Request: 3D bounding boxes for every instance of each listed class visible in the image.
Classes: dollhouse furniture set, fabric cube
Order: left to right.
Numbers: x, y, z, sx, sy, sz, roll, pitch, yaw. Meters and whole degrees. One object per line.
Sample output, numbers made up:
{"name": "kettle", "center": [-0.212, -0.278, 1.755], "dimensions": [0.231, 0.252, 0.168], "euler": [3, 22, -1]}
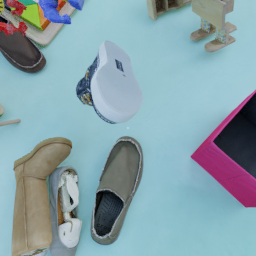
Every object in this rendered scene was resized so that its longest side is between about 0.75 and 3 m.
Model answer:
{"name": "dollhouse furniture set", "center": [1.749, -3.478, 7.873], "dimensions": [1.580, 2.085, 2.378], "euler": [-27, 50, -9]}
{"name": "fabric cube", "center": [3.085, 0.521, 6.710], "dimensions": [2.068, 2.061, 2.029], "euler": [42, 78, 11]}

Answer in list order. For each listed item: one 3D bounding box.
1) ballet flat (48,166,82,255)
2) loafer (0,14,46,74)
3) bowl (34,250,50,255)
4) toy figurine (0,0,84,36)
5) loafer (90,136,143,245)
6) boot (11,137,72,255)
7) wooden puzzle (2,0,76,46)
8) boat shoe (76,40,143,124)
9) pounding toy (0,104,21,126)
{"name": "ballet flat", "center": [-1.504, 2.114, 6.832], "dimensions": [0.778, 0.823, 2.444], "euler": [-22, 68, 36]}
{"name": "loafer", "center": [-3.449, -2.550, 8.022], "dimensions": [2.492, 0.885, 0.910], "euler": [40, 78, -3]}
{"name": "bowl", "center": [-2.416, 2.878, 6.892], "dimensions": [0.983, 0.442, 0.983], "euler": [0, 74, -1]}
{"name": "toy figurine", "center": [-1.069, -2.730, 4.787], "dimensions": [1.637, 1.442, 2.733], "euler": [18, 95, 5]}
{"name": "loafer", "center": [-0.243, 1.511, 6.984], "dimensions": [1.056, 0.978, 2.808], "euler": [12, 75, 3]}
{"name": "boot", "center": [-1.975, 1.610, 6.570], "dimensions": [2.029, 0.766, 2.317], "euler": [-32, 54, 29]}
{"name": "wooden puzzle", "center": [-2.845, -4.220, 8.819], "dimensions": [2.566, 0.517, 2.774], "euler": [33, 77, 9]}
{"name": "boat shoe", "center": [-0.448, -0.636, 5.344], "dimensions": [0.922, 1.184, 2.607], "euler": [28, 30, -20]}
{"name": "pounding toy", "center": [-3.968, -0.317, 7.535], "dimensions": [1.626, 1.255, 0.755], "euler": [36, 103, 6]}
